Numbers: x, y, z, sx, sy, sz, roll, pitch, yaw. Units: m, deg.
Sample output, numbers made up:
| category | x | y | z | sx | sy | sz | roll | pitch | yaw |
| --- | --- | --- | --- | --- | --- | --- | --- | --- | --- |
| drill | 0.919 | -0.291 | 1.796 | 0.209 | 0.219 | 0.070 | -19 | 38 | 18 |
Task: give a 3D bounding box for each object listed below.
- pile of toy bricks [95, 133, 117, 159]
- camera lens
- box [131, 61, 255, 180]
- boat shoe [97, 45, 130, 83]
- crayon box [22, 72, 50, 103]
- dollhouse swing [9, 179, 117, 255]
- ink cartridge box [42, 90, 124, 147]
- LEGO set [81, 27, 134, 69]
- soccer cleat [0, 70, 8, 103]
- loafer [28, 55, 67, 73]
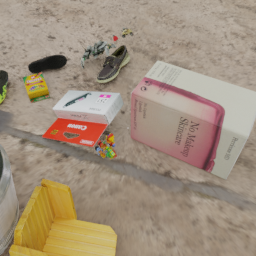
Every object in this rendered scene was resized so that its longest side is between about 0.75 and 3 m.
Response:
| category | x | y | z | sx | sy | sz | roll | pitch | yaw |
| --- | --- | --- | --- | --- | --- | --- | --- | --- | --- |
| pile of toy bricks | -0.489 | 0.596 | 7.203 | 0.549 | 0.989 | 0.488 | -36 | 71 | -25 |
| camera lens | -3.190 | 1.399 | 5.212 | 2.061 | 2.577 | 2.061 | 8 | 49 | -9 |
| box | 1.657 | -0.247 | 7.380 | 2.882 | 1.843 | 1.570 | 23 | 53 | 19 |
| boat shoe | -0.571 | -2.301 | 9.964 | 0.704 | 0.623 | 1.923 | 9 | 45 | 26 |
| crayon box | -3.063 | -1.362 | 9.374 | 0.675 | 0.270 | 1.064 | -19 | 56 | -17 |
| dollhouse swing | -1.034 | 2.024 | 5.286 | 1.486 | 1.536 | 1.690 | -1 | 30 | 5 |
| ink cartridge box | -1.364 | -0.354 | 7.938 | 1.978 | 0.431 | 1.717 | 8 | 47 | 32 |
| LEGO set | -0.899 | -3.095 | 10.220 | 2.263 | 0.641 | 1.470 | -48 | 33 | -19 |
| soccer cleat | -4.286 | -1.269 | 9.290 | 0.452 | 0.585 | 1.398 | 19 | 59 | -30 |
| loafer | -2.920 | -2.389 | 10.151 | 1.397 | 0.510 | 0.498 | -15 | 31 | -13 |
